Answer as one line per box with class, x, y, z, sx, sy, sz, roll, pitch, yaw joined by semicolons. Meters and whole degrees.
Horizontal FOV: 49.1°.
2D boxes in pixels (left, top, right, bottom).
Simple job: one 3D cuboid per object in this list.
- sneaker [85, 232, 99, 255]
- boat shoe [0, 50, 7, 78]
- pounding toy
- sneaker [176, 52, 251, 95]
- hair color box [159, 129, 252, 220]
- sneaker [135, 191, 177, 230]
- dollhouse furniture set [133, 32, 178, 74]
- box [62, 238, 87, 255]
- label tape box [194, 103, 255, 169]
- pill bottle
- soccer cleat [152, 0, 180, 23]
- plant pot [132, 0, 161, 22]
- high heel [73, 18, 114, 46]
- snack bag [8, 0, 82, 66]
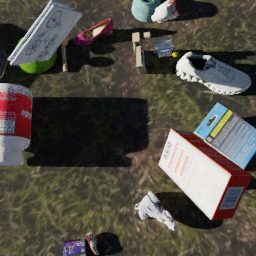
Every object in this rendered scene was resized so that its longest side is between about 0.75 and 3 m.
sneaker;-1.201;4.079;9.871;0.332;0.314;0.807;-22;87;-23
boat shoe;-5.258;-2.674;11.463;0.446;0.385;1.227;1;76;0
pounding toy;-3.604;-3.188;11.240;2.282;1.059;1.762;0;77;0
sneaker;3.396;-2.155;10.941;2.966;1.202;1.114;17;75;3
hair color box;1.917;1.123;7.559;0.783;2.558;1.298;6;112;-28
sneaker;0.966;3.129;9.978;0.902;0.590;1.570;-37;74;-8
dollhouse furniture set;1.121;-2.949;10.939;1.627;1.536;1.062;-5;76;11
box;-1.862;4.238;9.840;0.800;0.315;0.564;-7;79;-2
label tape box;3.770;0.328;10.583;2.180;0.721;1.562;38;79;10
pill bottle;-4.365;-0.078;10.234;1.564;1.564;2.787;-1;77;0
soccer cleat;1.271;-3.928;9.454;0.731;1.884;0.653;-16;108;24
plant pot;0.810;-5.298;11.852;1.297;0.869;1.297;0;77;0
high heel;-1.466;-4.005;11.533;1.816;0.873;0.612;-25;78;-6
snack bag;-2.277;-2.697;8.088;0.235;2.192;2.067;44;111;-3
